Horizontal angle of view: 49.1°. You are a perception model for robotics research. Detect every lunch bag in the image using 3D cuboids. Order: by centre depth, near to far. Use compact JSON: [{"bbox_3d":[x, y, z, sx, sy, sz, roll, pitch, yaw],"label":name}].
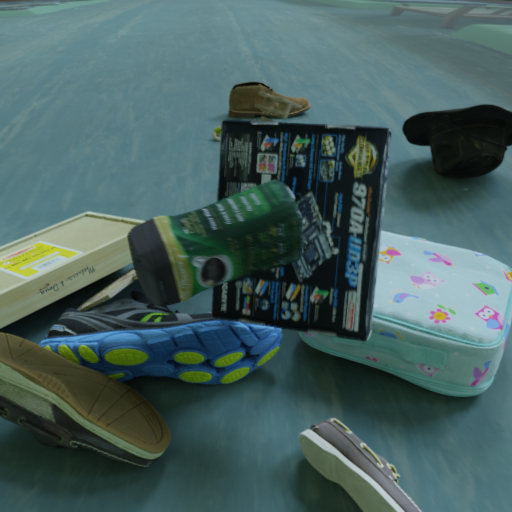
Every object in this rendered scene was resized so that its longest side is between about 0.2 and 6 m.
[{"bbox_3d":[2.255,0.785,8.772,3.164,1.220,2.538,14,37,22],"label":"lunch bag"}]

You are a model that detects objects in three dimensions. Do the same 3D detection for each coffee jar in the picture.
[{"bbox_3d":[-0.373,-0.108,5.212,1.555,0.811,0.663,-19,49,-13],"label":"coffee jar"}]

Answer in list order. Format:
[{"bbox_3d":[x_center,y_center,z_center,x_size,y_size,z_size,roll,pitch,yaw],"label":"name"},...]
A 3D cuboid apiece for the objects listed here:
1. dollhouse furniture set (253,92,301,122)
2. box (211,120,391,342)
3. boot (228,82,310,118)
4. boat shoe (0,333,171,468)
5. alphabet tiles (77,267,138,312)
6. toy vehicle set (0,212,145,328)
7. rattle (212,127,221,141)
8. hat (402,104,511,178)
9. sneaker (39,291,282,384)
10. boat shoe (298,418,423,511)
[{"bbox_3d":[0.603,-2.248,10.747,0.996,1.314,1.499,8,17,-44],"label":"dollhouse furniture set"},{"bbox_3d":[0.517,-0.348,6.886,2.013,2.532,0.583,6,10,17],"label":"box"},{"bbox_3d":[0.466,-5.163,18.472,2.750,1.038,1.012,-3,30,-7],"label":"boot"},{"bbox_3d":[-2.453,1.960,7.195,2.844,0.922,1.041,27,14,10],"label":"boat shoe"},{"bbox_3d":[-1.702,0.056,9.457,2.530,0.096,3.040,-25,12,47],"label":"alphabet tiles"},{"bbox_3d":[-3.875,0.209,9.797,2.366,0.505,3.807,11,32,43],"label":"toy vehicle set"},{"bbox_3d":[-0.943,-3.527,16.715,0.695,0.496,0.452,26,70,11],"label":"rattle"},{"bbox_3d":[5.229,-2.647,13.980,3.147,1.270,3.147,6,-6,1],"label":"hat"},{"bbox_3d":[-1.373,1.088,8.248,3.512,1.245,1.455,-3,39,1],"label":"sneaker"},{"bbox_3d":[1.302,2.552,6.497,0.560,0.675,1.880,-25,34,-29],"label":"boat shoe"}]
